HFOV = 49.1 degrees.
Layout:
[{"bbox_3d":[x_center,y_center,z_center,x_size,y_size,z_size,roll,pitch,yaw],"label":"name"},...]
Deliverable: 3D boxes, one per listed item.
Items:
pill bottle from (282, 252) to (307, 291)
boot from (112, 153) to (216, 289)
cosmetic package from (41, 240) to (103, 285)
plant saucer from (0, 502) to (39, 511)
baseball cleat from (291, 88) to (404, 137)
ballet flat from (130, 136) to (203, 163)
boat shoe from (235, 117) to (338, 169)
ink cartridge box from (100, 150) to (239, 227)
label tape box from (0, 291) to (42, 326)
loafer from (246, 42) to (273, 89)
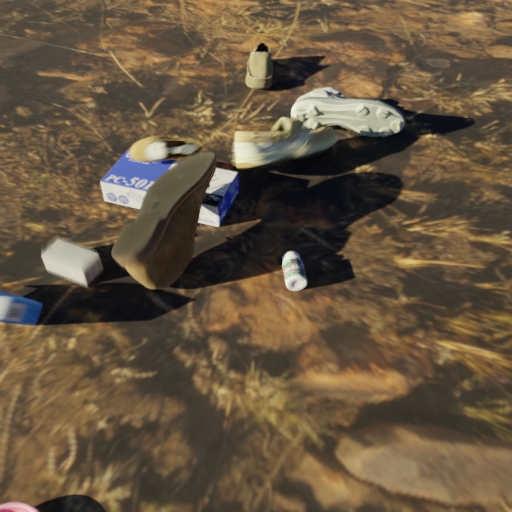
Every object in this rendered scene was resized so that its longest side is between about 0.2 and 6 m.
[{"bbox_3d":[0.683,0.270,10.162,0.386,0.386,0.682,-5,44,-5],"label":"pill bottle"},{"bbox_3d":[-1.479,-0.710,10.423,1.110,1.138,3.017,0,48,37],"label":"boot"},{"bbox_3d":[-3.390,0.107,10.322,0.961,0.433,0.513,17,47,21],"label":"cosmetic package"},{"bbox_3d":[-3.053,3.574,6.852,1.021,0.259,1.021,0,43,0],"label":"plant saucer"},{"bbox_3d":[2.281,-3.670,13.814,2.749,0.958,1.463,9,45,8],"label":"baseball cleat"},{"bbox_3d":[-1.840,-2.255,11.759,1.559,0.535,0.491,-13,21,-24],"label":"ballet flat"},{"bbox_3d":[0.707,-2.624,12.448,2.701,0.897,1.000,-21,17,-33],"label":"boat shoe"},{"bbox_3d":[-1.783,-1.444,11.777,2.600,0.575,1.222,13,46,13],"label":"ink cartridge box"},{"bbox_3d":[-4.397,0.767,9.217,1.330,0.953,0.440,13,83,14],"label":"label tape box"},{"bbox_3d":[0.082,-5.352,15.735,0.766,0.679,2.015,-1,44,-1],"label":"loafer"}]
